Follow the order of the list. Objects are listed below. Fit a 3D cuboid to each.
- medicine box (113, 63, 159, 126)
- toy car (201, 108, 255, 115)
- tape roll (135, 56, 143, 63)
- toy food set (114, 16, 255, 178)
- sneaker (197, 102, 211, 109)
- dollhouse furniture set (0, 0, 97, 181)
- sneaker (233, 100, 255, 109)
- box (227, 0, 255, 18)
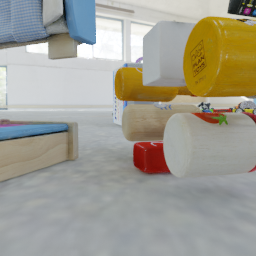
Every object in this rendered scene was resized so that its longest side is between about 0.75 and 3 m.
[{"bbox_3d":[0.196,-0.998,8.846,1.041,1.842,2.022,-1,5,-14],"label":"medicine box"},{"bbox_3d":[2.521,-0.303,8.216,2.473,0.586,2.628,-2,4,-15],"label":"toy car"},{"bbox_3d":[0.648,-2.503,11.328,0.773,0.773,0.253,4,22,41],"label":"tape roll"},{"bbox_3d":[0.675,-0.206,2.673,1.146,1.216,2.546,-1,1,-14],"label":"toy food set"},{"bbox_3d":[2.321,-0.550,9.275,0.883,0.542,1.357,-44,-26,24],"label":"sneaker"},{"bbox_3d":[-1.897,-0.993,2.715,2.657,2.814,1.837,2,4,21],"label":"dollhouse furniture set"},{"bbox_3d":[5.185,-0.707,12.700,2.239,0.868,1.254,10,-8,-44],"label":"sneaker"},{"bbox_3d":[2.083,-2.034,3.709,1.247,0.926,0.775,13,-18,10],"label":"box"}]
